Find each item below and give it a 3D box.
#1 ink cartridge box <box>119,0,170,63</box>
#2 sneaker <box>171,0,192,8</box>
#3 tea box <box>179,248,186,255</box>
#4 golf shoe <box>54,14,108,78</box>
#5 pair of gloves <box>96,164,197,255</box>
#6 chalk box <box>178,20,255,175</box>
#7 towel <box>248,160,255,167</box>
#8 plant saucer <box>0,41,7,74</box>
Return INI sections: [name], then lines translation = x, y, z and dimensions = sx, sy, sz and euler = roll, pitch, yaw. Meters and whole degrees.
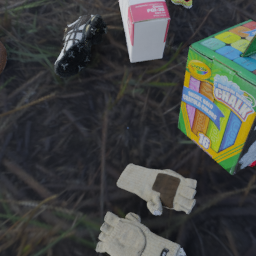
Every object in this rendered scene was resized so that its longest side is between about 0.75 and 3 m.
[ink cartridge box]
translation = 0.378, -3.586, 8.380
dimensions = 1.056, 1.870, 2.552
euler = -9, 70, -3
[sneaker]
translation = 1.822, -4.369, 9.486
dimensions = 0.790, 0.357, 0.309
euler = 22, 73, 10
[tea box]
translation = 1.059, 3.504, 5.904
dimensions = 0.824, 1.213, 1.233
euler = -14, 101, -5
[golf shoe]
translation = -1.637, -2.550, 8.661
dimensions = 1.106, 0.910, 2.342
euler = 25, 70, 28
[pair of gloves]
translation = 0.452, 2.023, 6.620
dimensions = 2.084, 0.430, 2.451
euler = 5, 54, 32
[chalk box]
translation = 2.260, -0.847, 5.390
dimensions = 1.749, 2.802, 1.737
euler = -25, 49, -23
[towel]
translation = 3.086, 0.586, 7.794
dimensions = 1.022, 0.115, 0.739
euler = 19, 70, 7
[plant saucer]
translation = -4.834, -2.183, 8.698
dimensions = 2.017, 0.347, 2.017
euler = 0, 69, 1
